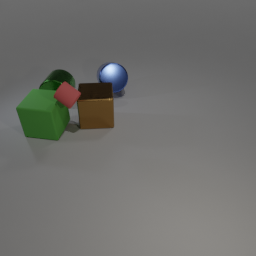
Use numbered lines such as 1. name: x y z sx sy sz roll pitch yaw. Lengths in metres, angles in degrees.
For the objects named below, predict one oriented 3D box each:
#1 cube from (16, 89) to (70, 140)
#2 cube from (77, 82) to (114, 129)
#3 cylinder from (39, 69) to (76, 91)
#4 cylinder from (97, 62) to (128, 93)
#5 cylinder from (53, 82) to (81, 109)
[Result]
1. cube: -3.229 -0.539 10.908 1.400 1.400 1.400 6 39 10
2. cube: -1.307 -0.934 11.560 1.400 1.400 1.400 -3 38 -4
3. cylinder: -3.291 -1.856 13.135 1.400 1.400 1.400 2 32 3
4. cylinder: -0.805 -2.543 13.936 1.400 1.400 1.400 -6 16 -10
5. cylinder: -2.144 -1.157 9.904 0.700 0.700 0.700 36 34 -7
